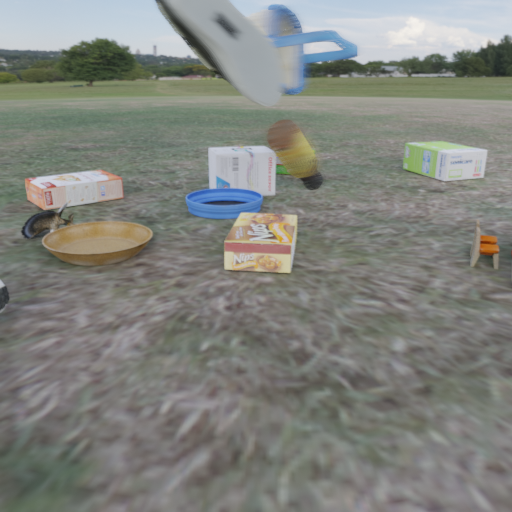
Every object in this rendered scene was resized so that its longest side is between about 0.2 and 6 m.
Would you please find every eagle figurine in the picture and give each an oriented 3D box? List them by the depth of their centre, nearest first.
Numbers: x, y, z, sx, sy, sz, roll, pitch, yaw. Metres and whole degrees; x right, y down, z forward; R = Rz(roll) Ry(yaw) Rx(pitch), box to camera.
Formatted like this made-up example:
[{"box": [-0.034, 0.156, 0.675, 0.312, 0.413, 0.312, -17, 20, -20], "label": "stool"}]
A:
[{"box": [-3.597, -0.539, 9.674, 0.866, 0.657, 0.653, -1, 39, -17], "label": "eagle figurine"}]

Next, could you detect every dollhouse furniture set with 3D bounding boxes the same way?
[{"box": [4.013, -0.149, 8.069, 1.653, 0.852, 1.635, 7, 21, 19], "label": "dollhouse furniture set"}]

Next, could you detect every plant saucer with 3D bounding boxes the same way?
[{"box": [-2.517, -0.184, 8.992, 1.704, 0.302, 1.704, 0, 19, 0], "label": "plant saucer"}]

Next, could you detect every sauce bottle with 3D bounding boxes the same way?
[{"box": [0.514, -1.152, 6.657, 0.394, 0.394, 1.195, 12, -14, 30], "label": "sauce bottle"}]

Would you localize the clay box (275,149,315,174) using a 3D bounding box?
[{"box": [0.998, -2.728, 15.903, 1.173, 0.486, 2.042, 5, 21, 12], "label": "clay box"}]

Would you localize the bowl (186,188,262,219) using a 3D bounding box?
[{"box": [-0.651, -1.086, 11.543, 1.572, 0.309, 1.572, 0, 20, 0], "label": "bowl"}]

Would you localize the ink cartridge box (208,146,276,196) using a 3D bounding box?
[{"box": [-0.332, -1.947, 12.907, 1.382, 1.014, 1.009, -4, 20, -14], "label": "ink cartridge box"}]

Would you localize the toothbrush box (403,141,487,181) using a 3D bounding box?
[{"box": [5.022, -2.573, 15.038, 1.302, 0.770, 1.788, -8, 20, -22], "label": "toothbrush box"}]

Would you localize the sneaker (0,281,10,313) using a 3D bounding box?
[{"box": [-3.962, 0.233, 6.967, 2.570, 0.964, 1.114, 8, 16, 21], "label": "sneaker"}]

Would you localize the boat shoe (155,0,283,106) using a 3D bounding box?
[{"box": [-0.519, -3.304, 8.608, 0.813, 0.903, 2.554, 21, -15, 48], "label": "boat shoe"}]

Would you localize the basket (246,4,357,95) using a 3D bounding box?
[{"box": [0.644, -3.779, 10.371, 2.159, 1.502, 1.904, -2, 7, 26], "label": "basket"}]

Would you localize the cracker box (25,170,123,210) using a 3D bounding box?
[{"box": [-4.000, -1.484, 12.347, 1.781, 0.514, 1.193, -15, 24, -35], "label": "cracker box"}]

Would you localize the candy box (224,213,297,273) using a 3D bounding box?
[{"box": [0.116, -0.248, 8.908, 0.994, 0.476, 1.721, 2, 20, 6], "label": "candy box"}]
